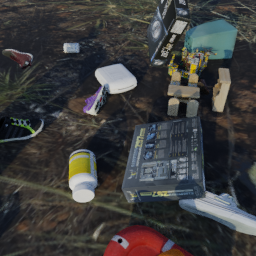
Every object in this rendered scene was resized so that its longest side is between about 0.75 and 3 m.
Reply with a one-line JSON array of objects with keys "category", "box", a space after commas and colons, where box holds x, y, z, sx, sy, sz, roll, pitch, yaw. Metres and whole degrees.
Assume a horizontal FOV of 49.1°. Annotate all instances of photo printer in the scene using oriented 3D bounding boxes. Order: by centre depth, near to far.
[{"category": "photo printer", "box": [-0.518, -2.229, 12.823, 1.449, 0.605, 1.741, -19, 45, -22]}]

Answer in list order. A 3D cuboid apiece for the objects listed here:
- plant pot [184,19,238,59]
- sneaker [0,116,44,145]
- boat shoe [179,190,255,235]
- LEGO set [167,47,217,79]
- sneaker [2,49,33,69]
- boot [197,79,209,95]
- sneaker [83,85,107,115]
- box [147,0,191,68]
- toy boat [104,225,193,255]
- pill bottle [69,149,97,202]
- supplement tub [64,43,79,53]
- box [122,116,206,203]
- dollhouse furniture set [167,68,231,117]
[{"category": "plant pot", "box": [4.241, -4.583, 14.838, 2.235, 1.578, 1.579, -11, 42, -8]}, {"category": "sneaker", "box": [-4.130, -0.013, 10.061, 2.181, 0.903, 0.782, -18, 44, -19]}, {"category": "boat shoe", "box": [2.565, 2.116, 7.582, 2.291, 0.843, 0.765, 18, 61, 20]}, {"category": "LEGO set", "box": [3.043, -3.425, 13.630, 1.784, 1.344, 2.320, 30, 50, 30]}, {"category": "sneaker", "box": [-4.522, -2.795, 11.497, 1.203, 0.455, 0.695, 5, 73, -30]}, {"category": "boot", "box": [3.307, -1.993, 12.541, 0.287, 0.833, 0.893, -29, 35, 29]}, {"category": "sneaker", "box": [-1.375, -1.224, 11.662, 0.709, 0.686, 1.700, 7, 42, 16]}, {"category": "box", "box": [1.300, -3.464, 9.497, 0.492, 2.262, 1.812, 6, 62, -15]}, {"category": "toy boat", "box": [0.781, 3.092, 5.762, 2.874, 1.879, 1.876, 26, 47, 27]}, {"category": "pill bottle", "box": [-1.357, 1.438, 8.463, 0.833, 0.833, 1.498, -6, 41, -6]}, {"category": "supplement tub", "box": [-3.094, -4.399, 15.387, 0.776, 0.512, 0.512, 2, 41, 1]}, {"category": "box", "box": [1.170, 0.890, 8.678, 2.265, 0.733, 2.872, -8, 37, 18]}, {"category": "dollhouse furniture set", "box": [2.825, -1.625, 11.462, 2.295, 1.494, 2.109, 7, 41, 8]}]
